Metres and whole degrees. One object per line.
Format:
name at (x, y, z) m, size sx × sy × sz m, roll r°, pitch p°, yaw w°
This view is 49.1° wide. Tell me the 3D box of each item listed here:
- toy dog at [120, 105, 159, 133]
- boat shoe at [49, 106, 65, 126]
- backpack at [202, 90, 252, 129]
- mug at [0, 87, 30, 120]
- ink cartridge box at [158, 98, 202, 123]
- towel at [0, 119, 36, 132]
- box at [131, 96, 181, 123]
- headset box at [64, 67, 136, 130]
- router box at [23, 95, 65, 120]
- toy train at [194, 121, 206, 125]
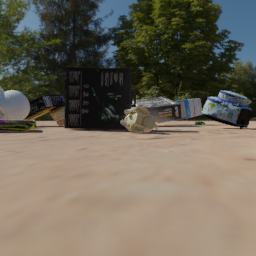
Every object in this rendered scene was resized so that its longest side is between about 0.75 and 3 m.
toy dog at (0.243, -0.178, 6.663) m, size 0.838 × 0.603 × 0.865 m, roll 9°, pitch -3°, yaw -24°
boat shoe at (-3.103, -0.532, 13.592) m, size 0.964 × 0.873 × 2.705 m, roll -24°, pitch 5°, yaw 4°
backpack at (3.408, -0.691, 9.573) m, size 1.484 × 1.091 × 1.358 m, roll 20°, pitch 11°, yaw 30°
mug at (-4.616, -0.847, 10.364) m, size 1.265 × 1.713 × 1.502 m, roll -24°, pitch 16°, yaw 8°
ink cartridge box at (2.927, -0.995, 15.859) m, size 1.778 × 1.041 × 2.460 m, roll -11°, pitch 2°, yaw 35°
towel at (-3.904, -0.067, 7.211) m, size 2.938 × 0.334 × 2.110 m, roll 0°, pitch 1°, yaw -17°
box at (0.938, -0.844, 13.094) m, size 2.340 × 0.714 × 2.955 m, roll -9°, pitch 13°, yaw -6°
headset box at (-0.786, -0.851, 8.409) m, size 2.055 × 1.789 × 0.953 m, roll 0°, pitch 2°, yaw 2°
router box at (-4.191, -0.829, 12.740) m, size 2.221 × 0.580 × 1.747 m, roll -21°, pitch 2°, yaw 19°
toy train at (4.032, -0.264, 15.657) m, size 0.918 × 0.192 × 0.259 m, roll -2°, pitch 12°, yaw -44°
